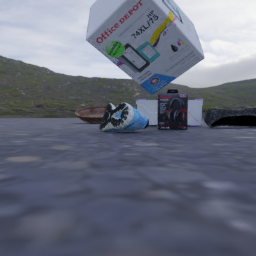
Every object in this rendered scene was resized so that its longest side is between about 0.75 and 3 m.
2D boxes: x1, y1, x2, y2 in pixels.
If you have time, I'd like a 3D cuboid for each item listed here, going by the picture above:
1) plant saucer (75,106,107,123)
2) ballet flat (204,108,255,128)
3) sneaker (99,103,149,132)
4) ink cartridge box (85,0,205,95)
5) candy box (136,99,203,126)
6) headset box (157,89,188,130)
[{"bbox_3d":[-1.504,-0.680,14.756,2.510,0.459,2.510,-3,16,1],"label":"plant saucer"},{"bbox_3d":[3.642,-0.219,9.085,2.389,0.679,0.794,1,-41,0],"label":"ballet flat"},{"bbox_3d":[-0.113,-0.143,6.857,0.838,0.730,1.863,21,-4,-23],"label":"sneaker"},{"bbox_3d":[0.487,-2.851,8.213,2.034,2.025,2.773,-34,-51,31],"label":"ink cartridge box"},{"bbox_3d":[1.582,-0.640,11.583,2.432,1.037,2.899,0,3,4],"label":"candy box"},{"bbox_3d":[1.240,-0.520,7.851,0.833,1.121,0.421,1,2,4],"label":"headset box"}]
